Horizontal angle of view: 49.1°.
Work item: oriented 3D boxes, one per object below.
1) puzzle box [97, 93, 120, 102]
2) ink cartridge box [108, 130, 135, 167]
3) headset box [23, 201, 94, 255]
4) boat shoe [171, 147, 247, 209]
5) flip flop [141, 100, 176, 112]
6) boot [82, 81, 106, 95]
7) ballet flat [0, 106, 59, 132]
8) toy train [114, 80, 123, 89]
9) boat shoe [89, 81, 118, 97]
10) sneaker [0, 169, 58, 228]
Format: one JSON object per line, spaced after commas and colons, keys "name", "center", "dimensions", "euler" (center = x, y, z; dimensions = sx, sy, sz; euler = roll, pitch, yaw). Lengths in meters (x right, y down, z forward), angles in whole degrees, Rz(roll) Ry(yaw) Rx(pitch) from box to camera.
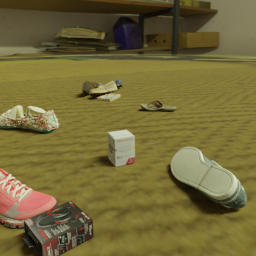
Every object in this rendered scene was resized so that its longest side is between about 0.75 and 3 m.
{"name": "puzzle box", "center": [-1.126, -1.805, 16.495], "dimensions": [0.889, 0.170, 1.336], "euler": [8, 21, 23]}
{"name": "ink cartridge box", "center": [-0.205, 0.585, 8.429], "dimensions": [0.652, 0.897, 0.649], "euler": [-8, 20, -21]}
{"name": "headset box", "center": [-1.352, 1.922, 5.268], "dimensions": [1.143, 0.429, 0.850], "euler": [-15, 24, -37]}
{"name": "boat shoe", "center": [1.946, 1.237, 7.122], "dimensions": [0.818, 0.964, 2.648], "euler": [40, -2, -21]}
{"name": "flip flop", "center": [1.516, -1.128, 14.005], "dimensions": [1.764, 0.508, 0.715], "euler": [3, 19, 10]}
{"name": "boot", "center": [-2.106, -2.543, 17.589], "dimensions": [1.127, 0.869, 2.325], "euler": [1, 17, 10]}
{"name": "ballet flat", "center": [-4.137, -0.444, 11.377], "dimensions": [2.942, 0.940, 1.113], "euler": [4, 18, 14]}
{"name": "toy train", "center": [-1.021, -2.763, 18.553], "dimensions": [0.431, 0.578, 2.526], "euler": [0, 18, 26]}
{"name": "boat shoe", "center": [-1.557, -2.381, 16.919], "dimensions": [0.796, 0.680, 2.171], "euler": [-16, 3, 41]}
{"name": "sneaker", "center": [-2.643, 1.381, 5.948], "dimensions": [2.335, 1.013, 0.861], "euler": [5, 20, 13]}
